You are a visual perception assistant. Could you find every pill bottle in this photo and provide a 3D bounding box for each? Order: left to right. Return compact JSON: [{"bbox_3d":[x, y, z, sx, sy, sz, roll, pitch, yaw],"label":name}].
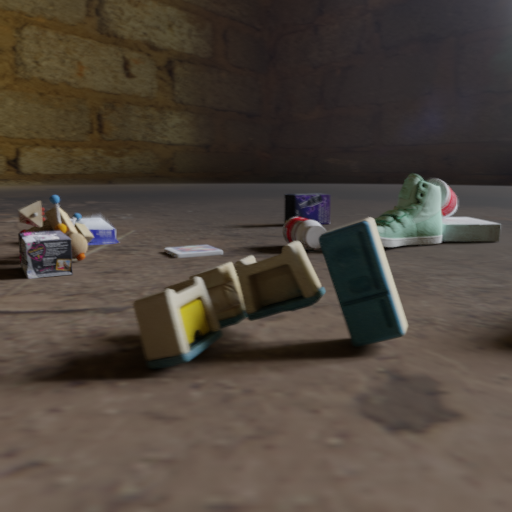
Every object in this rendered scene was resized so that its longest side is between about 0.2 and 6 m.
[{"bbox_3d":[0.990,-0.444,11.314,0.608,0.608,1.083,-3,10,-19],"label":"pill bottle"},{"bbox_3d":[4.285,-1.312,13.114,0.707,0.707,1.259,6,-6,34],"label":"pill bottle"}]

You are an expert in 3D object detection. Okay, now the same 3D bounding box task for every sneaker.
[{"bbox_3d":[2.805,-0.947,11.565,2.528,1.491,0.930,-5,9,-30],"label":"sneaker"}]

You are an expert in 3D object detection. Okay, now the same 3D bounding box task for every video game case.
[{"bbox_3d":[-1.210,-0.089,10.743,0.898,0.103,0.819,-4,11,-26],"label":"video game case"}]

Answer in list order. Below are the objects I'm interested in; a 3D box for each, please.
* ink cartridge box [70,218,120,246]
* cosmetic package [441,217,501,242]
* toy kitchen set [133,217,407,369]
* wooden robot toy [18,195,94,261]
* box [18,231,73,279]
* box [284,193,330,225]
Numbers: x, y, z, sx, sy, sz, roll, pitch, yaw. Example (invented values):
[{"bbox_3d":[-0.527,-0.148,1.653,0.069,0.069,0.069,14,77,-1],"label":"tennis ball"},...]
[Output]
[{"bbox_3d":[-3.816,-0.542,12.273,1.319,0.268,1.321,-5,21,-35],"label":"ink cartridge box"},{"bbox_3d":[4.642,-0.629,12.987,1.277,0.438,1.694,2,9,-4],"label":"cosmetic package"},{"bbox_3d":[0.193,0.537,4.993,1.914,1.128,1.533,-18,3,22],"label":"toy kitchen set"},{"bbox_3d":[-3.437,-0.238,9.970,0.977,1.006,2.217,-38,-9,-6],"label":"wooden robot toy"},{"bbox_3d":[-3.363,-0.044,8.885,0.697,0.605,1.055,-5,10,-27],"label":"box"},{"bbox_3d":[1.441,-1.319,15.870,1.195,0.884,0.624,-5,11,-24],"label":"box"}]
